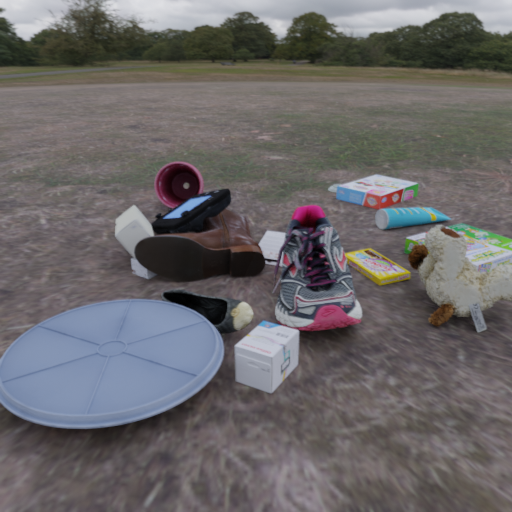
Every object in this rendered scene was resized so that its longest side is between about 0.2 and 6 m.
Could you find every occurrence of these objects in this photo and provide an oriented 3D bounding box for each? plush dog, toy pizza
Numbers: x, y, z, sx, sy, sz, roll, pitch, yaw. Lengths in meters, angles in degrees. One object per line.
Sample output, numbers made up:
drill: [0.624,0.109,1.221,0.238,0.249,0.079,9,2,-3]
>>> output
plush dog: [3.155,0.404,8.991,1.728,1.386,1.484,31,11,2]
toy pizza: [-1.829,1.367,7.211,2.835,0.449,2.835,-1,23,1]

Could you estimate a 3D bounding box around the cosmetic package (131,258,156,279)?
cosmetic package: [-1.848,0.096,10.491,0.458,0.334,0.901,15,27,35]

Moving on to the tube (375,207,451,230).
tube: [3.598,-0.904,12.931,1.811,0.456,0.701,-7,36,-27]

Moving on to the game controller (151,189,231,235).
game controller: [-1.376,-0.905,11.498,1.334,0.538,2.557,-45,19,-15]

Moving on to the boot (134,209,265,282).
boot: [-1.165,-0.414,11.046,2.439,0.841,2.617,8,23,-15]

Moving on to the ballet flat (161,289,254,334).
ballet flat: [-0.755,0.812,8.282,1.634,0.464,0.543,4,65,35]

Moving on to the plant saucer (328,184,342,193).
plant saucer: [2.312,-1.898,15.655,0.596,0.150,0.596,1,22,0]

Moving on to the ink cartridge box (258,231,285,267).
ink cartridge box: [0.433,-0.074,11.168,0.856,0.266,1.064,9,42,21]

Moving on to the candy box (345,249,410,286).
candy box: [2.222,0.192,10.471,0.660,0.170,1.290,-13,25,-20]

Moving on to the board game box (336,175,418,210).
board game box: [3.238,-1.729,14.936,1.813,0.366,1.387,-20,29,-40]

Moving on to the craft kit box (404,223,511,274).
craft kit box: [4.135,-0.112,10.967,1.725,0.419,1.704,-14,29,-30]

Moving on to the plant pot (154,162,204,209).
plant pot: [-1.886,-1.776,14.215,1.191,1.191,1.066,1,7,2]

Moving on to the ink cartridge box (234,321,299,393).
ink cartridge box: [0.142,1.293,7.247,0.551,0.549,0.752,12,25,28]

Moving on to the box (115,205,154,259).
box: [-2.332,-0.485,10.745,0.508,0.611,1.487,-38,19,-1]

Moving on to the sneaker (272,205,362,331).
sneaker: [0.869,0.183,9.069,1.303,1.206,3.231,-4,23,-2]
